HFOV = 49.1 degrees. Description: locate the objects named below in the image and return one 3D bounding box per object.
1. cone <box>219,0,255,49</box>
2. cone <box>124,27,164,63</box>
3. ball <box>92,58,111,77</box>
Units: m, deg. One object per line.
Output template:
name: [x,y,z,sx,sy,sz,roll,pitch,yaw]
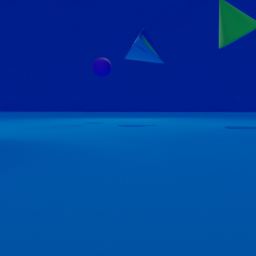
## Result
cone: [3.136,-3.396,8.626,1.340,1.345,1.340,-28,3,1]
cone: [0.722,-2.565,9.609,1.241,1.237,1.237,32,-1,-8]
ball: [-1.041,-2.419,11.187,0.751,0.751,0.751,0,3,0]
